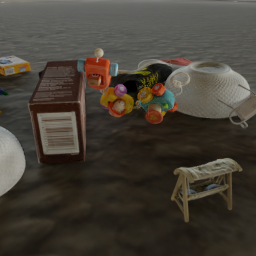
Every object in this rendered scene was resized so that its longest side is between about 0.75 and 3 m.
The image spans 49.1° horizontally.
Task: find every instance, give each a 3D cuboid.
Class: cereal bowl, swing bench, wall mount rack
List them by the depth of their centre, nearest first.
[{"bbox_3d":[1.282,0.952,4.720,0.922,0.926,0.601,-8,29,-15],"label":"swing bench"},{"bbox_3d":[-3.294,0.530,5.455,2.351,0.979,2.351,-1,29,0],"label":"cereal bowl"},{"bbox_3d":[3.018,-0.616,7.342,1.205,0.449,1.047,-35,77,-2],"label":"wall mount rack"},{"bbox_3d":[2.461,-1.382,8.796,2.694,1.122,2.694,-1,29,0],"label":"cereal bowl"}]

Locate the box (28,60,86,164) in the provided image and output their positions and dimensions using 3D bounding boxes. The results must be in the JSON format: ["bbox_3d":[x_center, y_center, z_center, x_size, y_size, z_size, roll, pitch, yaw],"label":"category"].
[{"bbox_3d":[-1.590,-0.577,6.932,1.106,1.478,2.951,-2,28,-5],"label":"box"}]

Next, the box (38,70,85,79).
[{"bbox_3d":[-2.405,-1.959,10.376,1.060,0.592,1.501,6,29,18],"label":"box"}]

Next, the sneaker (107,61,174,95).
[{"bbox_3d":[0.487,-1.553,9.520,2.421,0.902,1.024,-15,37,-9],"label":"sneaker"}]

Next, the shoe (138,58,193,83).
[{"bbox_3d":[1.548,-2.245,10.741,2.312,0.826,1.051,7,28,3],"label":"shoe"}]

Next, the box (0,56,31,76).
[{"bbox_3d":[-5.121,-2.713,11.998,1.121,0.390,1.883,-24,34,-36],"label":"box"}]

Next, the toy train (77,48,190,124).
[{"bbox_3d":[0.076,-0.873,7.137,2.765,2.077,0.769,10,59,-1],"label":"toy train"}]

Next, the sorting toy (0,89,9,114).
[{"bbox_3d":[-3.987,-0.792,8.503,0.568,0.572,1.649,18,27,-16],"label":"sorting toy"}]
